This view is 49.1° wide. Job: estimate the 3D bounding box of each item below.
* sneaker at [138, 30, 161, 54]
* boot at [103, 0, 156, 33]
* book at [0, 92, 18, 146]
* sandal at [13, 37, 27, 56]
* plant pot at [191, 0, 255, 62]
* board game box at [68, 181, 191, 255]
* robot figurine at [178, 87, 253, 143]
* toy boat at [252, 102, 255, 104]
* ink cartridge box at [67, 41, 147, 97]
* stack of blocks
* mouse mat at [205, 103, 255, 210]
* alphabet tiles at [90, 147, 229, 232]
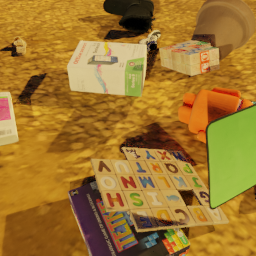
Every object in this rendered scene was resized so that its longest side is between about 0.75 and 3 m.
[{"bbox_3d":[1.063,-3.691,12.225,0.696,0.601,1.588,33,59,17],"label":"sneaker"},{"bbox_3d":[-0.011,-5.666,13.945,2.895,1.071,2.372,7,46,5],"label":"boot"},{"bbox_3d":[-4.262,-0.276,8.597,1.463,0.526,2.191,-13,45,-17],"label":"book"},{"bbox_3d":[-4.744,-3.730,12.233,0.550,0.493,1.500,-15,45,-15],"label":"sandal"},{"bbox_3d":[3.522,-3.651,11.176,2.367,2.367,2.065,25,67,25],"label":"plant pot"},{"bbox_3d":[-0.070,2.023,6.031,1.847,0.634,2.235,-18,46,-20],"label":"board game box"},{"bbox_3d":[2.614,-0.309,8.020,2.289,1.335,1.646,16,31,18],"label":"robot figurine"},{"bbox_3d":[3.910,-0.440,8.721,1.126,0.523,0.947,-24,49,-24],"label":"toy boat"},{"bbox_3d":[-0.680,-2.179,10.130,2.581,1.129,1.875,5,44,7],"label":"ink cartridge box"},{"bbox_3d":[1.916,-2.167,8.485,1.183,0.602,2.054,-17,24,-11],"label":"stack of blocks"},{"bbox_3d":[1.903,0.493,4.893,1.378,1.713,0.064,-19,26,-24],"label":"mouse mat"},{"bbox_3d":[0.621,1.248,6.384,2.813,0.106,2.352,6,35,-27],"label":"alphabet tiles"}]
